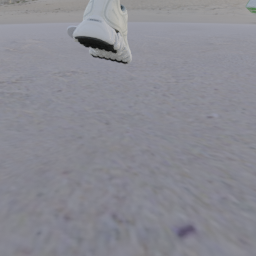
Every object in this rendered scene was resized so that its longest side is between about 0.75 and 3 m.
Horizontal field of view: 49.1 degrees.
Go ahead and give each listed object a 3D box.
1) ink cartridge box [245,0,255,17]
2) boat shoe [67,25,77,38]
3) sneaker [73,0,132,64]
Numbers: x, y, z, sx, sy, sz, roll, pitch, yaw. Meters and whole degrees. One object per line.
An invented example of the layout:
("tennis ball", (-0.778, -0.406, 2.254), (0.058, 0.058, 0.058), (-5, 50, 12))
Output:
("ink cartridge box", (4.243, -3.562, 8.121), (1.342, 0.975, 0.587), (25, 12, -26))
("boat shoe", (-1.503, -3.322, 9.691), (1.346, 0.484, 0.442), (-1, 51, -32))
("sneaker", (-0.313, -1.783, 5.199), (0.901, 0.972, 2.399), (11, 4, 1))
